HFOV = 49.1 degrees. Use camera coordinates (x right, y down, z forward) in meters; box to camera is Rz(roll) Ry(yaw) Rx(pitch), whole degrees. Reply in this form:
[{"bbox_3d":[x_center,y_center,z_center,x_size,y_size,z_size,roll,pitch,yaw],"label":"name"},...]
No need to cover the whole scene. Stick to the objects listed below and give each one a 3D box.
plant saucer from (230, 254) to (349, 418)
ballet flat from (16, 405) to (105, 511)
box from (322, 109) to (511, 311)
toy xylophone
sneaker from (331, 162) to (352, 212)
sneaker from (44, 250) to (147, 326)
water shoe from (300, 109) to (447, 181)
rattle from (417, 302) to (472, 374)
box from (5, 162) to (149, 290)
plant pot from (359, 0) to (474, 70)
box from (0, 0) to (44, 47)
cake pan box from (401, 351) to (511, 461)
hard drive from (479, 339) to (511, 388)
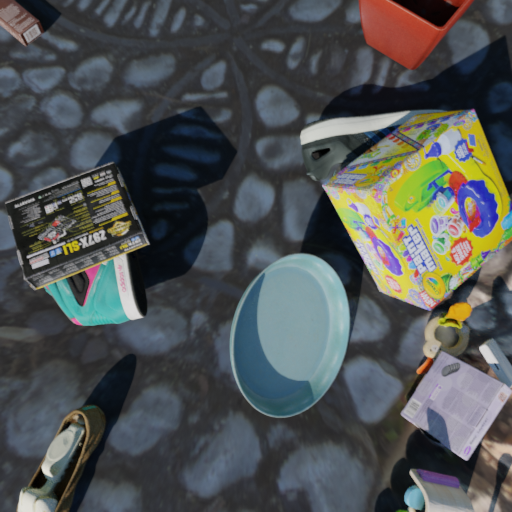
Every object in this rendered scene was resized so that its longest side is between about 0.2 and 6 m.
[{"bbox_3d":[0.589,1.377,9.911,0.394,2.874,2.874,8,62,48],"label":"plant saucer"},{"bbox_3d":[-3.445,3.778,9.555,0.895,0.955,2.639,21,71,16],"label":"ballet flat"},{"bbox_3d":[3.078,-0.885,10.366,2.505,1.587,2.601,-38,112,-12],"label":"box"},{"bbox_3d":[2.718,4.860,8.836,2.012,0.690,2.748,30,87,-22],"label":"toy xylophone"},{"bbox_3d":[2.158,-0.872,11.480,0.807,0.848,2.140,-23,91,-20],"label":"sneaker"},{"bbox_3d":[-3.314,0.033,10.869,1.927,1.334,3.191,-17,57,-1],"label":"sneaker"},{"bbox_3d":[2.661,-2.306,11.968,3.464,1.238,1.367,-6,97,-4],"label":"water shoe"},{"bbox_3d":[3.554,1.615,10.440,0.861,0.945,1.323,45,69,-2],"label":"rattle"},{"bbox_3d":[-3.250,-0.576,10.110,2.155,0.532,1.721,-23,65,-8],"label":"box"},{"bbox_3d":[3.581,-5.547,12.639,2.097,1.848,2.095,36,73,13],"label":"plant pot"},{"bbox_3d":[-5.753,-5.642,13.432,1.214,0.455,0.608,42,75,13],"label":"box"},{"bbox_3d":[3.433,2.586,9.757,0.392,1.379,1.497,39,83,-31],"label":"cake pan box"},{"bbox_3d":[4.408,1.934,10.173,0.165,1.239,0.817,-36,72,22],"label":"hard drive"}]
